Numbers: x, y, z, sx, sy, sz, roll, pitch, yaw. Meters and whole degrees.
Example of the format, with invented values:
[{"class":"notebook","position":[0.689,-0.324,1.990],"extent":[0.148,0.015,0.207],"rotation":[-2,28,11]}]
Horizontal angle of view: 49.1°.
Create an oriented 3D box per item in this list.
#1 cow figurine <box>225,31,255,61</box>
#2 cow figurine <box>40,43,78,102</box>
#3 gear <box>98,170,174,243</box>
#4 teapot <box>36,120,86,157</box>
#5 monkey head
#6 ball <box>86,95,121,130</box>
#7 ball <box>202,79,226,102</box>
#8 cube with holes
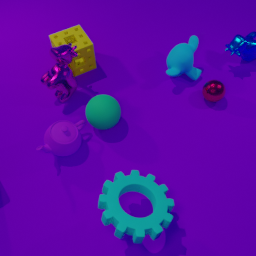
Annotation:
[{"class":"cow figurine","position":[3.884,-2.632,9.349],"extent":[1.290,1.311,0.720],"rotation":[-34,55,1]},{"class":"cow figurine","position":[-1.918,-1.710,8.483],"extent":[1.478,1.503,0.825],"rotation":[-48,49,-8]},{"class":"gear","position":[0.180,1.647,6.085],"extent":[1.602,0.296,1.602],"rotation":[8,42,-7]},{"class":"teapot","position":[-1.803,0.255,7.640],"extent":[1.027,0.809,1.651],"rotation":[44,56,13]},{"class":"monkey head","position":[1.868,-2.117,9.099],"extent":[1.187,0.994,1.650],"rotation":[33,77,11]},{"class":"ball","position":[-0.713,-0.456,8.090],"extent":[1.010,1.010,1.010],"rotation":[0,58,0]},{"class":"ball","position":[2.668,-1.153,8.706],"extent":[0.703,0.703,0.703],"rotation":[0,58,0]},{"class":"cube with holes","position":[-1.812,-2.522,9.329],"extent":[1.071,1.071,1.071],"rotation":[-26,62,-15]}]
